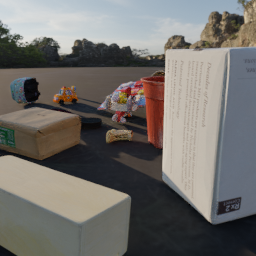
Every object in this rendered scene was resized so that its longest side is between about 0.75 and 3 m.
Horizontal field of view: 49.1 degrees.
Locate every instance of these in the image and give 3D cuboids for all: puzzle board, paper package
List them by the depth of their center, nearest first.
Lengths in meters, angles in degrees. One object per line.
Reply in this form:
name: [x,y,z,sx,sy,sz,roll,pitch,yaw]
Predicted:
paper package: [-2.761,0.091,8.592,1.939,1.003,1.848,12,19,27]
puzzle board: [0.150,-1.594,12.890,2.929,0.255,2.207,-1,38,44]

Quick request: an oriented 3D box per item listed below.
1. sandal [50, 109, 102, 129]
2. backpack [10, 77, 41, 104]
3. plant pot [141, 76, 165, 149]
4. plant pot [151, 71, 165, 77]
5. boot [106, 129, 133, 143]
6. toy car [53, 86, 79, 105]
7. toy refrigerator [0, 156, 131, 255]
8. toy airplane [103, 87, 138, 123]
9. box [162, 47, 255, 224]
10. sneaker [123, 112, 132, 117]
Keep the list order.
sandal: [-2.477,-0.400,10.995,2.884,0.690,1.084,-1,16,-3]
backpack: [-5.745,-2.065,15.501,1.253,1.478,1.665,-2,16,2]
plant pot: [1.437,-0.505,8.830,2.126,2.068,2.126,0,15,0]
plant pot: [2.350,-2.079,15.588,1.955,1.831,1.831,6,9,-39]
boot: [-0.267,0.278,9.242,0.765,0.358,0.984,4,13,14]
toy car: [-3.725,-2.119,16.668,1.420,0.963,2.895,-3,17,-12]
toy refrigerator: [-1.481,1.296,4.450,2.908,1.017,1.104,11,12,31]
toy airplane: [-0.352,-0.927,11.397,1.463,1.032,1.457,-33,47,16]
box: [2.420,-0.095,5.633,2.960,2.976,1.945,-6,17,-21]
sneaker: [-0.195,-0.881,12.856,0.512,0.622,1.353,-5,17,-19]
